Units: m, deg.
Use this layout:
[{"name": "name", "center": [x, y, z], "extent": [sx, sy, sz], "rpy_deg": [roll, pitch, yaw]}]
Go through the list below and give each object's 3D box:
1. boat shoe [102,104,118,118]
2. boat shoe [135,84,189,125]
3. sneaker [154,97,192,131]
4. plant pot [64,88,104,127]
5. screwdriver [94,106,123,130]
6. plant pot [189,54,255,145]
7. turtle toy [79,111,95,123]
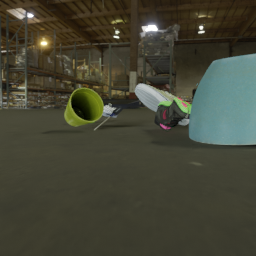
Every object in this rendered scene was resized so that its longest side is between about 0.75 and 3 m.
[{"name": "boat shoe", "center": [-0.686, -0.651, 9.780], "extent": [0.940, 0.401, 0.347], "rpy_deg": [12, -31, 36]}, {"name": "boat shoe", "center": [1.248, -0.899, 9.644], "extent": [2.170, 0.673, 0.781], "rpy_deg": [34, -30, -3]}, {"name": "sneaker", "center": [1.203, -0.289, 7.285], "extent": [0.750, 0.819, 1.954], "rpy_deg": [27, -5, -9]}, {"name": "plant pot", "center": [-1.281, -0.458, 7.555], "extent": [0.947, 0.947, 0.912], "rpy_deg": [-3, -17, -35]}, {"name": "screwdriver", "center": [-0.585, -0.304, 8.188], "extent": [0.182, 0.190, 1.308], "rpy_deg": [-7, 22, 45]}, {"name": "plant pot", "center": [2.289, -0.651, 5.599], "extent": [2.248, 1.514, 2.248], "rpy_deg": [-8, 8, 1]}, {"name": "turtle toy", "center": [-1.524, -0.577, 10.511], "extent": [0.792, 0.549, 1.087], "rpy_deg": [14, -18, 29]}]
